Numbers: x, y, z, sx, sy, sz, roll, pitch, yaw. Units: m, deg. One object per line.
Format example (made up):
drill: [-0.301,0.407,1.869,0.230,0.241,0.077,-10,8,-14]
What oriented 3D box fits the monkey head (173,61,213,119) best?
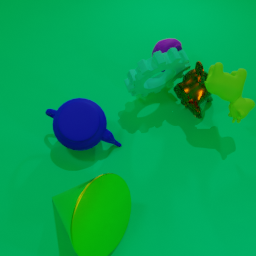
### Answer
monkey head: [1.874,-0.920,7.378,1.025,1.700,1.223,-33,56,7]

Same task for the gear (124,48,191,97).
gear: [0.778,-1.424,7.431,1.755,1.755,0.325,-19,74,-15]

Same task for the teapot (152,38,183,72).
teapot: [1.039,-2.089,8.064,0.770,0.978,1.572,30,60,32]

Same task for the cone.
cone: [-1.057,1.598,5.726,1.621,1.615,1.615,5,46,39]

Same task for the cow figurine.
cow figurine: [2.373,-0.801,6.622,1.265,0.694,1.244,14,90,-5]

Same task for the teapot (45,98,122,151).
teapot: [-1.092,-0.021,6.876,2.068,1.013,1.286,23,76,3]
